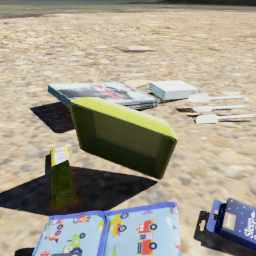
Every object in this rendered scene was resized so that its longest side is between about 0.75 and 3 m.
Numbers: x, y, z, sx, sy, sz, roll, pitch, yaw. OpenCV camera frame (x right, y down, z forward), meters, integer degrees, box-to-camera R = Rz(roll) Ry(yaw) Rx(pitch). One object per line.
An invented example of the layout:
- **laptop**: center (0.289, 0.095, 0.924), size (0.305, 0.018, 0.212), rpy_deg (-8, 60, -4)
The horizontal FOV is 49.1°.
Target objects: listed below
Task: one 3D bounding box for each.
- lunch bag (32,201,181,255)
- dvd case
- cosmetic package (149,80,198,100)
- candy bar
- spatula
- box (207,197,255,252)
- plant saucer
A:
- **lunch bag**: center (-0.389, 1.857, 3.485), size (2.101, 0.988, 1.582), rpy_deg (-3, 38, 9)
- **dvd case**: center (-0.769, -1.038, 8.981), size (2.947, 0.324, 2.151), rpy_deg (-7, 27, -37)
- **cosmetic package**: center (1.583, -1.363, 9.915), size (1.383, 0.357, 1.043), rpy_deg (-7, 30, -25)
- **candy bar**: center (-1.405, 0.941, 5.929), size (0.491, 0.218, 1.971), rpy_deg (-9, 30, -12)
- **spatula**: center (2.846, -0.652, 8.519), size (1.816, 0.146, 1.263), rpy_deg (-5, 44, 0)
- **box**: center (1.970, 1.588, 4.532), size (1.259, 0.204, 0.762), rpy_deg (19, 36, 17)
- **plant saucer**: center (-0.066, 0.161, 5.271), size (1.877, 1.874, 0.449), rpy_deg (19, 61, 8)
